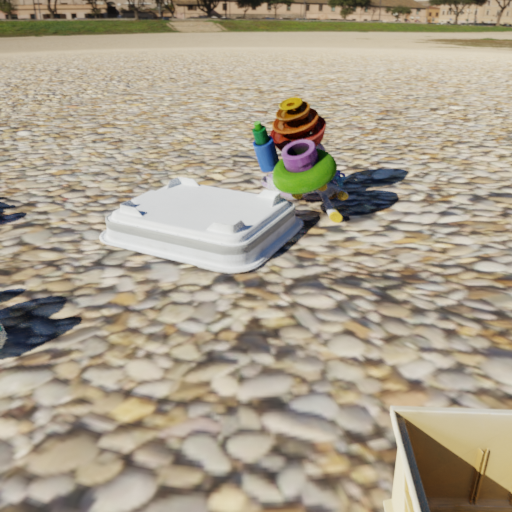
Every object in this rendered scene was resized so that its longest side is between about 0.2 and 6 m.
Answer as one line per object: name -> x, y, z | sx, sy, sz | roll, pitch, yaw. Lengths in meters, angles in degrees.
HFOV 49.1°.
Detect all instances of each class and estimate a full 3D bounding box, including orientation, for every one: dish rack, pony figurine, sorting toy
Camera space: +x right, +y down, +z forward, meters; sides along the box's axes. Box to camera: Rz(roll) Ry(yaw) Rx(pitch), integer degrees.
dish rack -> -1.054, -0.804, 11.136 | 3.459, 0.753, 2.969 | 11, 29, 25
pony figurine -> 1.202, -1.648, 12.344 | 1.875, 1.617, 1.942 | 29, 23, -9
sorting toy -> 0.711, -2.432, 11.617 | 1.595, 1.089, 2.654 | -14, 41, 9

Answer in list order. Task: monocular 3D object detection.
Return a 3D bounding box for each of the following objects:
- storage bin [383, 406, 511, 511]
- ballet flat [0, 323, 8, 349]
storage bin -> 2.352, 2.364, 4.037 | 2.459, 1.152, 2.441 | 1, 25, 2
ballet flat -> -4.609, 0.990, 7.247 | 2.572, 0.923, 0.923 | -6, 26, -12
